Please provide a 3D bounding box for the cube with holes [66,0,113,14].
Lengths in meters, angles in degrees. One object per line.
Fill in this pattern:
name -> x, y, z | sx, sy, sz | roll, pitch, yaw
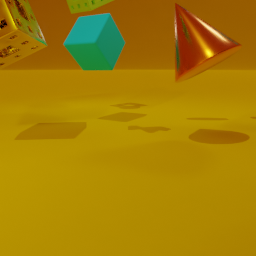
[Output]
cube with holes -> -1.348, -4.598, 9.273 | 1.129, 1.129, 1.129 | 15, 44, 43

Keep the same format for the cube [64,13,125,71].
cube -> -0.911, -2.381, 7.890 | 1.090, 1.090, 1.090 | 7, -28, 30

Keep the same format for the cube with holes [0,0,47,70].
cube with holes -> -2.787, -2.184, 5.857 | 1.319, 1.319, 1.319 | -23, 0, 9

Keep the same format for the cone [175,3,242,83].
cone -> 1.296, -1.912, 5.713 | 1.446, 1.451, 1.446 | -26, -3, -1
